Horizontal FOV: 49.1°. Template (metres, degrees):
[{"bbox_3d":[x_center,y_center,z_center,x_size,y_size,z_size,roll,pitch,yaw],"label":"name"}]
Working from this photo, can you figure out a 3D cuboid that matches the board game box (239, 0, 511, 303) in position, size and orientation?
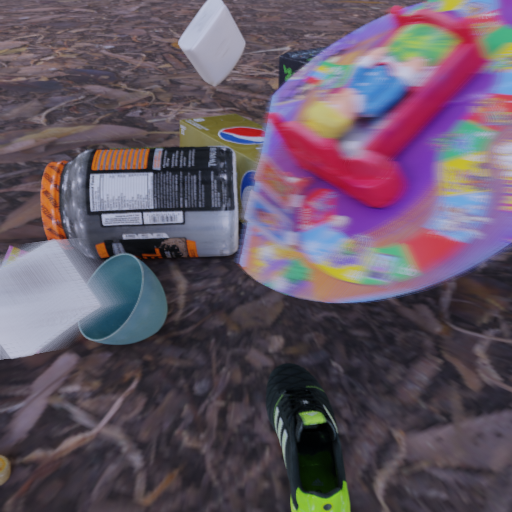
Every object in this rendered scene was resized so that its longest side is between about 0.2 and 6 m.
[{"bbox_3d":[1.381,-1.801,6.579,3.825,0.943,4.842,-13,50,31],"label":"board game box"}]

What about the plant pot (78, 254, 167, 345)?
[{"bbox_3d":[-1.612,0.656,7.259,1.166,0.785,1.166,-20,55,30],"label":"plant pot"}]

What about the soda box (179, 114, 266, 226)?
[{"bbox_3d":[0.180,-1.358,10.018,1.365,1.290,4.030,-17,36,-33],"label":"soda box"}]

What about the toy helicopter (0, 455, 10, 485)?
[{"bbox_3d":[-3.212,2.084,5.553,1.479,0.584,0.978,5,22,-12],"label":"toy helicopter"}]

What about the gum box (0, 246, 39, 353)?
[{"bbox_3d":[-3.119,0.523,7.537,0.844,0.492,1.486,26,24,-23],"label":"gum box"}]

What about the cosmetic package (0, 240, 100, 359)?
[{"bbox_3d":[-1.922,0.391,4.800,0.695,0.695,0.843,-38,11,-33],"label":"cosmetic package"}]

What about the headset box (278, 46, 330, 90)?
[{"bbox_3d":[1.697,-2.152,10.058,1.413,2.651,3.045,-21,38,-29],"label":"headset box"}]

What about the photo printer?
[{"bbox_3d":[-0.767,-3.908,10.466,0.469,1.350,1.123,33,86,25],"label":"photo printer"}]

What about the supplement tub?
[{"bbox_3d":[-1.727,-0.823,8.829,2.866,1.756,1.756,-2,33,-2],"label":"supplement tub"}]

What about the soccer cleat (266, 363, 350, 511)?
[{"bbox_3d":[0.533,1.736,5.622,0.726,0.871,2.149,-4,33,-6],"label":"soccer cleat"}]
